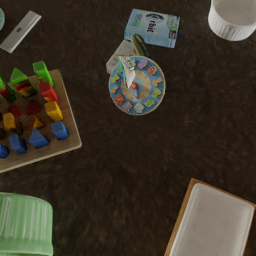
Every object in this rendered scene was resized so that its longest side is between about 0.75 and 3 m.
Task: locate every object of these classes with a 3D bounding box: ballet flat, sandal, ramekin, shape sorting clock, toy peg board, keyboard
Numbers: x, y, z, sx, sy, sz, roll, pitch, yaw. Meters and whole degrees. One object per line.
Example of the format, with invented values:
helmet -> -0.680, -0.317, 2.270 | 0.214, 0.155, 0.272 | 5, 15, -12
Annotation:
ballet flat -> 0.003, -1.423, 6.941 | 0.356, 0.356, 1.025 | -12, 56, -4
sandal -> 0.519, -2.040, 9.173 | 0.580, 0.808, 2.034 | -21, 94, 28
ramekin -> -3.057, 2.432, 6.811 | 2.531, 2.531, 1.236 | 0, 63, 0
ramekin -> 3.794, -4.040, 9.902 | 1.900, 0.926, 1.900 | 0, 70, -1
shape sorting clock -> 0.247, -1.322, 8.803 | 1.856, 0.364, 1.856 | 5, 104, 22
toy peg board -> -3.202, -0.464, 8.389 | 2.814, 1.376, 2.802 | -18, 71, -6
keyboard -> -3.901, -3.522, 10.179 | 0.520, 0.099, 1.848 | 27, 72, 14

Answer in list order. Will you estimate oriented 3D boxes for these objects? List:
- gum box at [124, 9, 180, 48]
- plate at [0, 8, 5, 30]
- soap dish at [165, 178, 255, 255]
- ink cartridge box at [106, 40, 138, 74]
gum box -> 0.864, -3.509, 9.777 | 1.713, 0.382, 1.455 | 12, 52, 4
plate -> -5.330, -3.840, 10.212 | 1.717, 0.219, 1.717 | 0, 71, 0
soap dish -> 2.150, 2.782, 7.457 | 1.834, 0.947, 2.331 | 22, 71, 8
ink cartridge box -> -0.071, -2.266, 9.502 | 0.853, 0.485, 1.171 | 30, 73, 10
